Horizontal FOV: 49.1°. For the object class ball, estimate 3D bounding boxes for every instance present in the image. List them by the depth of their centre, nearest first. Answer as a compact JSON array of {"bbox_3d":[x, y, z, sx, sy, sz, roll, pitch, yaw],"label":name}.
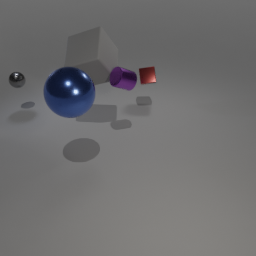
[{"bbox_3d":[-1.595,-0.971,7.691,1.400,1.400,1.400,0,31,0],"label":"ball"},{"bbox_3d":[-4.841,-2.094,12.230,0.700,0.700,0.700,0,31,0],"label":"ball"}]

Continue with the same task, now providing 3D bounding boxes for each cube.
[{"bbox_3d":[-1.285,-2.520,10.147,1.400,1.400,1.400,-9,65,22],"label":"cube"},{"bbox_3d":[0.890,-2.348,12.630,0.700,0.700,0.700,-7,5,7],"label":"cube"}]

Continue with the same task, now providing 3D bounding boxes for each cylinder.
[{"bbox_3d":[-0.164,-1.696,9.672,0.700,0.700,0.700,9,20,-39],"label":"cylinder"}]
